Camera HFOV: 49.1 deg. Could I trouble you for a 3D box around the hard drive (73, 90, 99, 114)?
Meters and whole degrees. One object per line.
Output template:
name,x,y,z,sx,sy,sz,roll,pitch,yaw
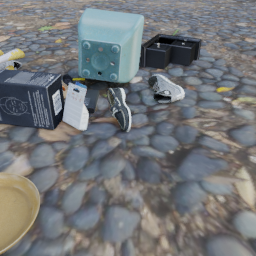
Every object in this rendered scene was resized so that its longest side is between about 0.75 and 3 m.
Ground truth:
hard drive,-1.525,-0.925,9.505,0.955,0.225,1.368,1,34,2

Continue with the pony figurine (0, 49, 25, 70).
pony figurine,-5.580,-2.226,9.796,2.799,2.415,2.900,31,53,2

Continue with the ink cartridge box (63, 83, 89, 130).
ink cartridge box,-1.477,-0.637,8.151,0.280,1.183,0.947,0,18,-44

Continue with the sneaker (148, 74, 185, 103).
sneaker,1.097,-1.355,9.832,0.949,0.617,1.643,-28,44,-32

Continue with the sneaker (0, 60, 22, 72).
sneaker,-4.920,-2.379,11.238,0.805,0.733,1.963,2,33,3

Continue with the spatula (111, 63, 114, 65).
spatula,-0.728,-2.520,11.959,0.827,0.095,1.189,-31,51,-30

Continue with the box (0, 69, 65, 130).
box,-2.953,-0.864,8.354,1.880,1.395,1.007,7,34,9

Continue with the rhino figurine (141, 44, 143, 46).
rhino figurine,1.098,-4.301,14.502,1.089,0.326,0.476,-10,35,-12

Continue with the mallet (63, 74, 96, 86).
mallet,-1.737,-1.876,10.920,1.605,0.330,0.528,-2,33,-9

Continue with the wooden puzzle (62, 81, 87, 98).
wooden puzzle,-2.784,-1.296,9.786,2.342,0.274,1.580,-25,37,-25

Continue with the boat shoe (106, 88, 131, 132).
boat shoe,-0.302,-0.558,8.370,0.500,0.626,1.657,3,44,-22

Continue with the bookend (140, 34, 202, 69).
bookend,1.923,-3.351,12.480,2.106,0.976,2.119,15,37,22

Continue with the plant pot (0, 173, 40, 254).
plant pot,-2.827,1.723,5.472,2.193,0.301,2.193,-1,34,0

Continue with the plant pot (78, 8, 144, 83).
plant pot,-0.782,-2.831,10.245,2.309,2.315,2.358,9,33,4
